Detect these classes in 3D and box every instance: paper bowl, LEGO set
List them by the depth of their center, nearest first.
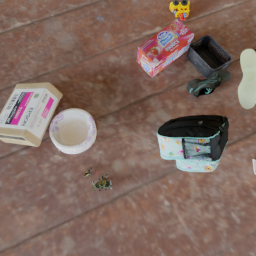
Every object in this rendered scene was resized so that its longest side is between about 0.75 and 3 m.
[{"bbox_3d":[-1.051,1.957,10.319,0.795,0.347,1.224,-32,56,-16],"label":"LEGO set"},{"bbox_3d":[-2.067,0.172,10.758,1.719,0.894,1.719,0,65,0],"label":"paper bowl"}]

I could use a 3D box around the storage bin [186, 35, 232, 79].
[{"bbox_3d":[3.537,-3.103,12.334,1.150,0.798,1.702,-32,68,-13],"label":"storage bin"}]

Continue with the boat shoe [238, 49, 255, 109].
[{"bbox_3d":[4.689,-1.849,10.619,0.699,0.817,2.232,-10,102,-43],"label":"boat shoe"}]

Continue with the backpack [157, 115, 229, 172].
[{"bbox_3d":[2.240,0.474,9.941,2.314,1.774,2.034,6,28,27],"label":"backpack"}]

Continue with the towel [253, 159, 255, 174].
[{"bbox_3d":[5.172,1.465,10.592,0.837,0.125,0.613,1,65,1],"label":"towel"}]

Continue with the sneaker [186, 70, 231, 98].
[{"bbox_3d":[3.467,-1.773,11.687,1.965,0.741,0.779,-21,48,-3],"label":"sneaker"}]

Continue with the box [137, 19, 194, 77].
[{"bbox_3d":[1.586,-3.455,12.157,2.336,1.164,1.115,-39,78,-14],"label":"box"}]

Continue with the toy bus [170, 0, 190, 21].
[{"bbox_3d":[2.538,-5.698,13.686,0.936,0.635,0.898,-2,81,2],"label":"toy bus"}]

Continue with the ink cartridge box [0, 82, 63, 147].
[{"bbox_3d":[-3.862,-0.569,10.730,1.940,0.884,2.354,2,62,31],"label":"ink cartridge box"}]
